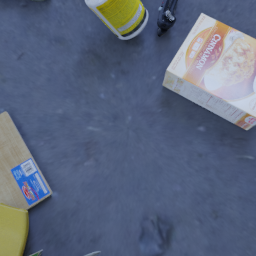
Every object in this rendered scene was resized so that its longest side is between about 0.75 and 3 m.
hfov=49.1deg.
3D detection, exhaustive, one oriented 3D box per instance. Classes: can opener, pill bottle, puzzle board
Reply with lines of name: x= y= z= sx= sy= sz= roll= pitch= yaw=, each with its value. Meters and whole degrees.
can opener: x=1.083 y=-3.294 z=7.710 sx=0.510 sy=0.632 sz=1.608 roll=28 pitch=65 yaw=-29
pill bottle: x=-0.387 y=-3.132 z=6.869 sx=1.054 sy=1.845 sz=1.054 roll=-17 pitch=59 yaw=30
puzzle board: x=-3.169 y=1.043 z=6.688 sx=1.834 sy=0.212 sz=2.433 roll=-32 pitch=77 yaw=-10

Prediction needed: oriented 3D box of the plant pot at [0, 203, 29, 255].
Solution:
plant pot: x=-2.601 y=2.182 z=5.782 sx=1.114 sy=1.107 sz=1.139 roll=20 pitch=71 yaw=-10

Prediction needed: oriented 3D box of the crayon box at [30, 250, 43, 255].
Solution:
crayon box: x=-2.261 y=3.800 z=5.068 sx=0.717 sy=1.747 sz=2.778 roll=26 pitch=75 yaw=7

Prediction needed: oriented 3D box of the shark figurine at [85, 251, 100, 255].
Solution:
shark figurine: x=-1.041 y=3.807 z=5.710 sx=0.944 sy=1.352 sz=2.263 roll=14 pitch=54 yaw=-22

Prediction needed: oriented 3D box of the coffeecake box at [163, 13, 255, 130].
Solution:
coffeecake box: x=2.426 y=-1.409 z=7.030 sx=2.458 sy=0.898 sz=1.887 roll=30 pitch=76 yaw=8

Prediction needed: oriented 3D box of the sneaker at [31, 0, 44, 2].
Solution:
sneaker: x=-3.024 y=-4.107 z=7.973 sx=1.774 sy=0.624 sz=0.711 roll=8 pitch=71 yaw=3
